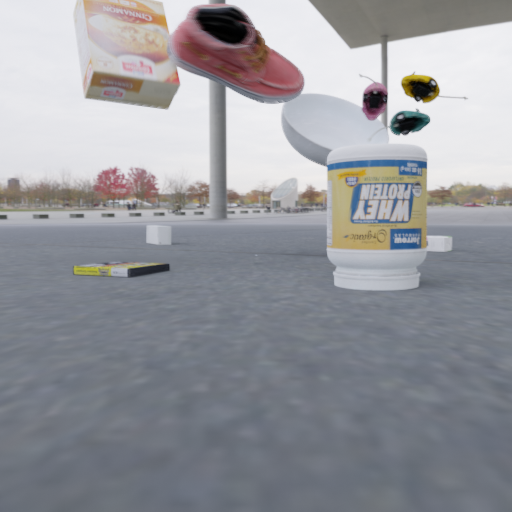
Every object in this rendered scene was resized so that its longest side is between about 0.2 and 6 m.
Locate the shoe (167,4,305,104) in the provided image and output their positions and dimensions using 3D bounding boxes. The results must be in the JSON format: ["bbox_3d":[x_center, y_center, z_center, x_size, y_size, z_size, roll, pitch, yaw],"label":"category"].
[{"bbox_3d":[-0.134,-3.353,9.416,2.568,0.917,1.168,12,-10,-23],"label":"shoe"}]

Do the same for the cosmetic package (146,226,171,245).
[{"bbox_3d":[-2.766,-0.591,15.855,0.425,0.539,1.001,0,5,-30],"label":"cosmetic package"}]

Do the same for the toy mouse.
[{"bbox_3d":[2.770,-2.998,11.246,2.093,0.405,1.860,17,-34,-14],"label":"toy mouse"}]

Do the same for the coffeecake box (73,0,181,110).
[{"bbox_3d":[-2.276,-3.616,9.763,1.503,1.958,0.715,0,-26,-30],"label":"coffeecake box"}]

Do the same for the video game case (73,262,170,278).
[{"bbox_3d":[-1.925,0.189,8.095,0.948,0.134,1.049,1,4,22],"label":"video game case"}]

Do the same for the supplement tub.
[{"bbox_3d":[1.421,-0.453,6.629,1.173,1.621,1.173,-1,4,0],"label":"supplement tub"}]

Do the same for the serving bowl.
[{"bbox_3d":[1.557,-2.502,11.742,2.307,0.759,2.307,10,43,-10],"label":"serving bowl"}]

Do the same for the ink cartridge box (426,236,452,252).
[{"bbox_3d":[3.934,-0.284,12.974,1.023,0.345,0.599,3,5,35],"label":"ink cartridge box"}]
